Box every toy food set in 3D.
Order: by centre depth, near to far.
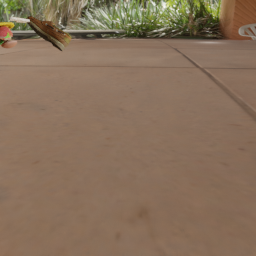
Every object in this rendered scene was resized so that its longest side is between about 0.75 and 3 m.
[{"bbox_3d":[-3.111,-2.079,6.566,1.617,0.528,0.952,-16,15,4],"label":"toy food set"}]

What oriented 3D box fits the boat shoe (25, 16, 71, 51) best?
[{"bbox_3d":[-2.375,-2.932,8.426,1.562,0.531,0.562,38,-6,7],"label":"boat shoe"}]
